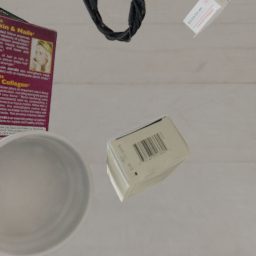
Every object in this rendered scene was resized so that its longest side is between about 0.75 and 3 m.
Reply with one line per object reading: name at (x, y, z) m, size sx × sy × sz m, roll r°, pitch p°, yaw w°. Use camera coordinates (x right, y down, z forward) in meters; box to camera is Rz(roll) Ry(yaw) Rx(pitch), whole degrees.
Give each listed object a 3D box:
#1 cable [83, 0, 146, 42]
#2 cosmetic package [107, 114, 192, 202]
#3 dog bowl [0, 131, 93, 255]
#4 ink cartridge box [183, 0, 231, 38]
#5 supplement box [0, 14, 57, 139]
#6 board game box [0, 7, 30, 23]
cable at (-0.295, -3.220, 7.450) m, size 1.564 × 1.917 × 0.487 m, roll -20°, pitch 29°, yaw 16°
cosmetic package at (0.263, 0.711, 5.469) m, size 1.214 × 2.309 × 0.821 m, roll -24°, pitch 73°, yaw -14°
dog bowl at (-1.654, 1.072, 4.750) m, size 2.025 × 0.798 × 2.025 m, roll 3°, pitch 85°, yaw -35°
ink cartridge box at (1.458, -2.165, 5.140) m, size 0.384 × 0.652 × 1.133 m, roll 43°, pitch 47°, yaw 1°
supplement box at (-2.511, -0.874, 5.692) m, size 1.613 × 1.272 × 2.464 m, roll 5°, pitch 92°, yaw -37°
board game box at (-3.668, -2.546, 7.668) m, size 1.803 × 1.220 × 0.254 m, roll -25°, pitch 70°, yaw 29°
